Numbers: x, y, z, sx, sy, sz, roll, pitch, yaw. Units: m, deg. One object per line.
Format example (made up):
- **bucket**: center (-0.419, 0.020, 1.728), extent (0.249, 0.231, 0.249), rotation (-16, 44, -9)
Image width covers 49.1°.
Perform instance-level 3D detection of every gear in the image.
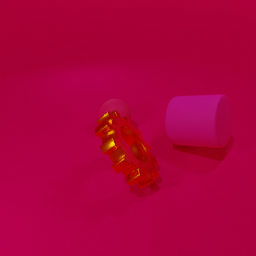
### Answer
- **gear**: center (0.014, 0.456, 6.404), extent (0.345, 1.866, 1.866), rotation (-36, 23, 19)

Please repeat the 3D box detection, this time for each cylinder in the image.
- **cylinder**: center (1.886, -0.186, 7.434), extent (1.346, 1.346, 1.346), rotation (2, 26, 36)

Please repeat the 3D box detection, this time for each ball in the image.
- **ball**: center (-0.387, -0.386, 8.510), extent (0.991, 0.991, 0.991), rotation (0, 30, 0)
